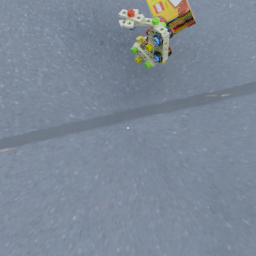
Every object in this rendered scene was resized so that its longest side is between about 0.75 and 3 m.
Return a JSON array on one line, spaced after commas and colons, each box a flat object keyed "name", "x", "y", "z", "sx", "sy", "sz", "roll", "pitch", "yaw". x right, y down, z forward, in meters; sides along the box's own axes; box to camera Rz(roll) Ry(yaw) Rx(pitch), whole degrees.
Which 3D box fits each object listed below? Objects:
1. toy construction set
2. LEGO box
[{"name": "toy construction set", "x": 0.478, "y": -2.185, "z": 6.849, "sx": 0.849, "sy": 1.843, "sz": 1.209, "roll": -44, "pitch": 65, "yaw": -2}, {"name": "LEGO box", "x": 0.895, "y": -3.693, "z": 7.295, "sx": 0.863, "sy": 1.666, "sz": 2.237, "roll": -22, "pitch": 90, "yaw": 21}]
